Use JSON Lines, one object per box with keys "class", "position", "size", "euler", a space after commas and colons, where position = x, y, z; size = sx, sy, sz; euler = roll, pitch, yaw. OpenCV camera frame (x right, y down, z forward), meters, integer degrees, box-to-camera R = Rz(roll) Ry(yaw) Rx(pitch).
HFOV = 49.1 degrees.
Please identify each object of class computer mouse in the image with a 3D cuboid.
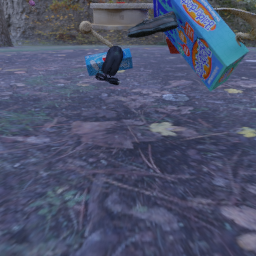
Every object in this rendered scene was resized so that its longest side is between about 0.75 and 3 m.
{"class": "computer mouse", "position": [-0.427, -1.778, 7.919], "size": [0.751, 1.084, 0.286], "euler": [16, 14, -15]}

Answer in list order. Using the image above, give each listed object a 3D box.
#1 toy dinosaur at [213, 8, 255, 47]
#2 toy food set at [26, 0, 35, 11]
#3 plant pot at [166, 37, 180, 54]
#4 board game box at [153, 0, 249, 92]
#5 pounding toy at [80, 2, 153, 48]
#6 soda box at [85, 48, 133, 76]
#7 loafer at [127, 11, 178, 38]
{"class": "toy dinosaur", "position": [2.582, -1.964, 5.389], "size": [2.217, 0.645, 1.121], "euler": [22, 3, -5]}
{"class": "toy food set", "position": [-2.706, -3.510, 7.459], "size": [0.132, 0.534, 0.840], "euler": [-41, -10, -4]}
{"class": "plant pot", "position": [2.026, -3.350, 10.765], "size": [0.849, 0.963, 0.962], "euler": [-41, 34, -25]}
{"class": "board game box", "position": [1.719, -2.517, 7.381], "size": [0.653, 2.901, 2.206], "euler": [-35, -11, 1]}
{"class": "pounding toy", "position": [-0.386, -3.159, 8.784], "size": [2.525, 1.448, 1.444], "euler": [-10, 26, -21]}
{"class": "soda box", "position": [-0.677, -2.352, 10.019], "size": [1.628, 0.552, 0.522], "euler": [-12, 53, -2]}
{"class": "loafer", "position": [0.573, -2.487, 6.765], "size": [1.235, 0.388, 0.444], "euler": [-9, -1, 7]}
